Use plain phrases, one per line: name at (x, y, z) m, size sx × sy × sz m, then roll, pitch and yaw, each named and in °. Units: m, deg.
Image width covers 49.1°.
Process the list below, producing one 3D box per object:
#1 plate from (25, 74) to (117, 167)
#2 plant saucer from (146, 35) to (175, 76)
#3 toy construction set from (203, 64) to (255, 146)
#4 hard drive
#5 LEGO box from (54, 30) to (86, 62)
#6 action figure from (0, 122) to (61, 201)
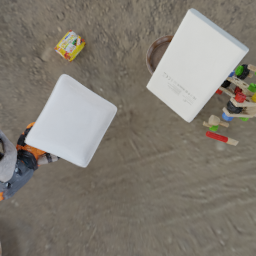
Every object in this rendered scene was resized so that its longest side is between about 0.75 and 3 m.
plate at (-1.275, -0.122, 6.525) m, size 1.713 × 0.277 × 1.716 m, roll 31°, pitch 86°, yaw -38°
plant saucer at (1.324, -2.053, 8.565) m, size 1.562 × 0.269 × 1.562 m, roll 0°, pitch 83°, yaw -1°
toy construction set at (3.289, -0.531, 7.839) m, size 1.657 × 1.798 × 2.156 m, roll 19°, pitch 102°, yaw -9°
hard drive at (1.649, -1.505, 7.335) m, size 1.665 × 2.525 × 0.332 m, roll 42°, pitch 47°, yaw 12°
LEGO box at (-1.776, -2.524, 8.637) m, size 0.578 × 0.299 × 0.776 m, roll 37°, pitch 83°, yaw 5°
action figure at (-2.462, 0.599, 6.296) m, size 1.531 × 2.927 × 2.831 m, roll 39°, pitch 58°, yaw 12°
